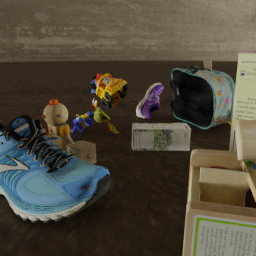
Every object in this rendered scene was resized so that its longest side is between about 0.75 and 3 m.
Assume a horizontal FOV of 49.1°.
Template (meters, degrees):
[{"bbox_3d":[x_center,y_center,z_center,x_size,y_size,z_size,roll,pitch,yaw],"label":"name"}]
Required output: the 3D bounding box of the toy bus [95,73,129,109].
[{"bbox_3d":[-0.551,-1.154,7.728,0.687,0.973,1.013,-38,-8,-20],"label":"toy bus"}]

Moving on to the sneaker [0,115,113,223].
[{"bbox_3d":[-1.570,0.488,4.389,2.903,1.306,1.138,9,19,28],"label":"sneaker"}]

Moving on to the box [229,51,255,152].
[{"bbox_3d":[2.777,-0.248,5.124,1.110,2.297,2.020,12,21,36],"label":"box"}]

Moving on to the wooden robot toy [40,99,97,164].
[{"bbox_3d":[-1.705,-0.011,6.283,1.167,1.202,2.649,-11,19,-33],"label":"wooden robot toy"}]

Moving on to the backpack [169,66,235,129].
[{"bbox_3d":[2.338,-0.942,8.500,1.528,1.752,1.993,-9,23,-18],"label":"backpack"}]

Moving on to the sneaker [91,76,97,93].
[{"bbox_3d":[-1.464,-2.469,15.196,0.765,0.849,2.180,2,17,9],"label":"sneaker"}]

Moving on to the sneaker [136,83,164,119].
[{"bbox_3d":[0.882,-0.897,9.762,0.665,0.643,1.594,23,60,17],"label":"sneaker"}]

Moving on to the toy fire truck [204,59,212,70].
[{"bbox_3d":[2.944,-1.998,11.897,1.596,1.814,1.167,1,16,2],"label":"toy fire truck"}]

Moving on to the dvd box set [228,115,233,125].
[{"bbox_3d":[3.745,-0.244,8.767,1.182,0.238,1.616,0,17,1],"label":"dvd box set"}]

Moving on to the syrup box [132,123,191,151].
[{"bbox_3d":[0.779,0.202,6.721,1.361,0.536,0.554,0,16,-1],"label":"syrup box"}]

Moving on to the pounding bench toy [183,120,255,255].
[{"bbox_3d":[1.189,0.666,2.691,1.205,1.940,1.513,4,17,13],"label":"pounding bench toy"}]

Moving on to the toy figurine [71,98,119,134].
[{"bbox_3d":[-1.081,-0.088,7.910,1.087,0.957,1.815,-32,20,-5],"label":"toy figurine"}]
